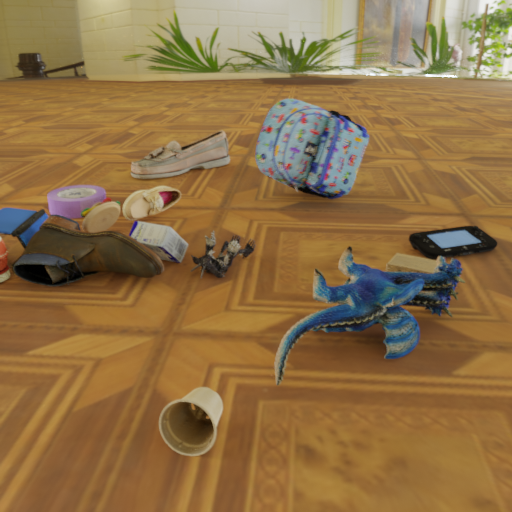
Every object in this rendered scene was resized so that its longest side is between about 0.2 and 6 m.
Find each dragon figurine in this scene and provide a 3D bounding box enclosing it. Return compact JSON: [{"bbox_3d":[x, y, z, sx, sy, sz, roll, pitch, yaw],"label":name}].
[{"bbox_3d":[1.773,0.750,8.019,1.798,1.064,3.616,14,26,31],"label":"dragon figurine"}]

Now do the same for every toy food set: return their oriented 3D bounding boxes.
[{"bbox_3d":[-3.321,-0.851,12.021,0.952,0.942,0.232,-32,70,-28],"label":"toy food set"}]

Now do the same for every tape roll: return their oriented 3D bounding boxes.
[{"bbox_3d":[-4.372,-1.341,13.719,1.357,0.445,1.357,1,23,0],"label":"tape roll"}]

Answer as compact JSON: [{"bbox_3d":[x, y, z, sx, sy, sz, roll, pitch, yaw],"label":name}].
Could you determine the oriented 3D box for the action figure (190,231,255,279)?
[{"bbox_3d":[-0.654,-0.071,10.448,0.823,0.707,1.385,25,30,25],"label":"action figure"}]

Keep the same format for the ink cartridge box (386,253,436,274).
[{"bbox_3d":[2.833,0.260,10.048,0.865,0.325,0.712,12,20,26],"label":"ink cartridge box"}]

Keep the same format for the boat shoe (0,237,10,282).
[{"bbox_3d":[-5.877,-0.149,10.294,3.038,0.950,1.081,7,26,19],"label":"boat shoe"}]

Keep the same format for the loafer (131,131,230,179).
[{"bbox_3d":[-2.312,-3.138,17.126,3.384,1.064,1.216,-18,29,-35],"label":"loafer"}]

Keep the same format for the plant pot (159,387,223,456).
[{"bbox_3d":[-0.668,1.785,6.268,0.655,0.655,0.599,6,13,13],"label":"plant pot"}]

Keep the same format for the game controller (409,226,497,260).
[{"bbox_3d":[3.989,-0.284,11.350,1.714,0.361,0.894,-8,24,-17],"label":"game controller"}]

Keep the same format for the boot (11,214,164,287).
[{"bbox_3d":[-3.017,0.189,9.965,2.661,0.994,1.290,15,50,21],"label":"boot"}]

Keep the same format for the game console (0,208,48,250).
[{"bbox_3d":[-4.630,-0.405,11.052,0.791,1.141,1.337,-22,21,11],"label":"game console"}]

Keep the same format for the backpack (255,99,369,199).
[{"bbox_3d":[1.298,-2.687,13.942,2.449,2.236,1.648,13,12,-41],"label":"backpack"}]

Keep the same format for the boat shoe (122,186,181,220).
[{"bbox_3d":[-2.403,-1.275,13.105,0.579,0.617,1.673,4,26,32],"label":"boat shoe"}]

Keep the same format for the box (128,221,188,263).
[{"bbox_3d":[-1.880,-0.261,10.709,0.846,0.778,0.444,11,70,25],"label":"box"}]
